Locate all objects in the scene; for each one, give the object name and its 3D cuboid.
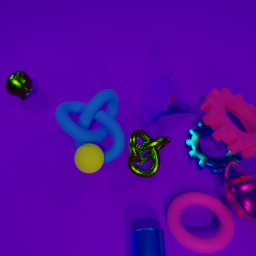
[{"bbox_3d":[-0.835,-0.209,7.743,2.058,0.951,1.926,46,60,-22],"label":"knot shape"},{"bbox_3d":[2.943,-0.188,7.635,2.054,0.380,2.054,17,48,-20],"label":"gear"},{"bbox_3d":[1.423,-0.651,8.357,1.500,1.494,1.494,16,57,-25],"label":"cone"},{"bbox_3d":[2.988,1.704,6.744,0.983,1.249,2.008,-34,76,11],"label":"teapot"},{"bbox_3d":[0.461,2.784,6.417,0.811,0.811,0.811,-3,61,-2],"label":"cylinder"},{"bbox_3d":[-3.223,-1.311,8.423,0.655,1.337,0.831,35,55,10],"label":"teapot"},{"bbox_3d":[-0.976,0.764,7.083,0.737,0.737,0.737,0,61,0],"label":"ball"},{"bbox_3d":[2.436,0.527,7.984,1.583,0.293,1.583,0,61,0],"label":"gear"},{"bbox_3d":[0.588,0.591,7.491,1.291,1.380,0.637,-26,34,-20],"label":"knot shape"},{"bbox_3d":[1.726,2.209,6.727,1.587,0.317,1.587,0,40,0],"label":"ring"}]
